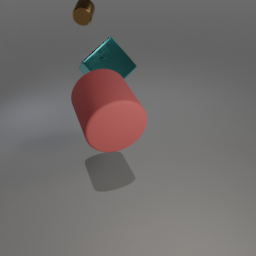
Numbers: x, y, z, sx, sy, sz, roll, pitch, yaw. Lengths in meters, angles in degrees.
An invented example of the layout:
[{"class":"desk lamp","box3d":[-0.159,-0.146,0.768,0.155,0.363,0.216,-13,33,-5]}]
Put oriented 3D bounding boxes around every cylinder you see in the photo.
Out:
[{"class":"cylinder","box3d":[-0.463,-0.409,6.387,1.400,1.400,1.400,-12,43,-18]},{"class":"cylinder","box3d":[-1.594,-4.182,10.101,0.700,0.700,0.700,3,51,5]}]

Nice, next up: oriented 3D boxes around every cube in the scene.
[{"class":"cube","box3d":[-0.786,-2.218,10.297,1.400,1.400,1.400,-45,12,-9]}]
